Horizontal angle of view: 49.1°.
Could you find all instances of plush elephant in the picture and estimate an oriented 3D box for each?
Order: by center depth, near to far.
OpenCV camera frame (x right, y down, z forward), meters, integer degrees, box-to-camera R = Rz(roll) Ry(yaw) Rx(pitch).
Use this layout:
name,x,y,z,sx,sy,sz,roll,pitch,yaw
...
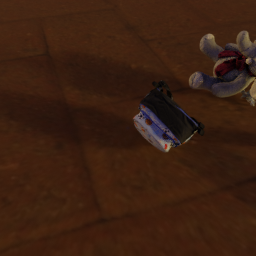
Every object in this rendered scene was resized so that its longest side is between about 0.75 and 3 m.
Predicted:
name,x,y,z,sx,sy,sz,roll,pitch,yaw
plush elephant,3.132,-1.716,7.446,2.446,1.894,2.014,32,61,-4

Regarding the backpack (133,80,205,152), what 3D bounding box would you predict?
name,x,y,z,sx,sy,sz,roll,pitch,yaw
backpack,0.863,-0.120,6.615,1.202,1.486,1.560,-40,81,4
